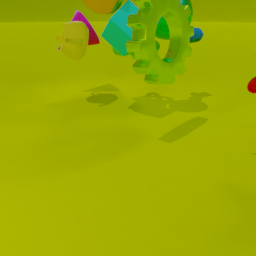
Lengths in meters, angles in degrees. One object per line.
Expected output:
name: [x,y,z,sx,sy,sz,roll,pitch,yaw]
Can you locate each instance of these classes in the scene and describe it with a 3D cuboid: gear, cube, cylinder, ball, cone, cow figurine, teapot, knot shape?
gear: [0.795,-2.037,6.352,0.382,2.068,2.068,14,26,41]
cube: [-0.042,-2.724,7.729,0.893,0.893,0.893,-54,10,-23]
cylinder: [-0.577,-3.899,7.470,1.201,1.201,1.201,6,55,14]
ball: [1.142,-3.217,7.949,1.377,1.377,1.377,0,23,0]
cone: [-2.094,-3.425,10.711,1.450,1.445,1.445,-38,31,-5]
cow figurine: [2.101,-3.153,9.562,1.184,0.650,1.165,-7,21,-12]
teapot: [-1.881,-2.921,9.323,1.025,1.301,2.093,6,18,-20]
knot shape: [0.184,-2.754,9.570,1.510,0.746,1.613,5,18,-20]

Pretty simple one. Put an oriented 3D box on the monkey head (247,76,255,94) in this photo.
monkey head: [2.680,-1.125,4.924,1.054,1.465,0.883,41,31,-10]
